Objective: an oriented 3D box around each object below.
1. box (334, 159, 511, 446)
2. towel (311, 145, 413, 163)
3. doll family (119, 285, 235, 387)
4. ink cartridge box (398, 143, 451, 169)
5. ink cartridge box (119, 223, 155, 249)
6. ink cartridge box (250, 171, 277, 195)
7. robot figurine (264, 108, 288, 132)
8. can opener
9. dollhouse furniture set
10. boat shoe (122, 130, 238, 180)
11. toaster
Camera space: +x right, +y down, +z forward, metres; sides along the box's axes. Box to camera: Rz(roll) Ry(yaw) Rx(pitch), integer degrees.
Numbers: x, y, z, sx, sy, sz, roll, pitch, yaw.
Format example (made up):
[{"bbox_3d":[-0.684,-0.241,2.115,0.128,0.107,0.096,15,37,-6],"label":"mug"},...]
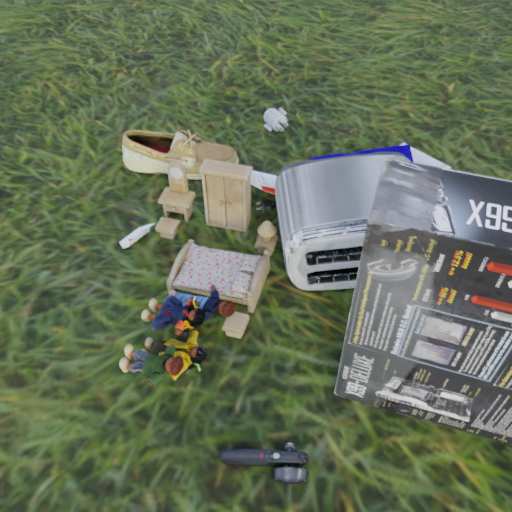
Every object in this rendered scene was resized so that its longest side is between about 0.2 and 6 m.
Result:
[{"bbox_3d":[2.811,0.913,7.017,3.256,4.129,1.027,13,53,13],"label":"box"},{"bbox_3d":[2.231,-1.705,11.718,2.228,0.552,1.645,-6,48,7],"label":"towel"},{"bbox_3d":[-1.163,1.203,8.933,1.239,0.841,2.144,0,54,27],"label":"doll family"},{"bbox_3d":[3.305,-1.885,12.304,1.313,0.312,1.329,-31,47,-24],"label":"ink cartridge box"},{"bbox_3d":[-2.245,-0.386,10.716,0.552,0.163,0.689,-42,20,-33],"label":"ink cartridge box"},{"bbox_3d":[0.382,-1.444,11.416,0.935,0.276,1.168,6,16,-41],"label":"ink cartridge box"},{"bbox_3d":[0.463,-3.301,13.565,0.620,0.413,0.730,-46,55,5],"label":"robot figurine"},{"bbox_3d":[0.106,2.825,7.773,1.253,0.397,0.493,6,48,5],"label":"can opener"},{"bbox_3d":[-1.015,-0.293,10.025,2.486,1.423,2.915,11,47,11],"label":"dollhouse furniture set"},{"bbox_3d":[-1.693,-2.291,12.295,2.603,0.864,0.963,1,47,1],"label":"boat shoe"},{"bbox_3d":[1.533,-0.599,10.075,3.080,1.750,1.989,-5,49,3],"label":"toaster"}]
